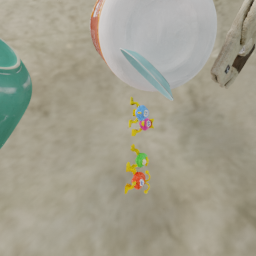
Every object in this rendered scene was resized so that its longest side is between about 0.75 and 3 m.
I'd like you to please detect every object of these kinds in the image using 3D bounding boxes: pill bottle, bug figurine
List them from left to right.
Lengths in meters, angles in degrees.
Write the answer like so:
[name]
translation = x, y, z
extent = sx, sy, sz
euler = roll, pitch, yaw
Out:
[pill bottle]
translation = 0.156, -1.619, 4.563
extent = 1.518, 1.518, 2.707
euler = -12, 23, -7
[bug figurine]
translation = 0.165, 0.203, 3.560
extent = 0.305, 0.919, 1.186
euler = 4, 97, 6

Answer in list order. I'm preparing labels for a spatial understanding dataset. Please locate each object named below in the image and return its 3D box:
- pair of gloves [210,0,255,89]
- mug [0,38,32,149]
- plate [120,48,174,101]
[pair of gloves]
translation = 1.946, -1.555, 4.670
extent = 0.380, 2.166, 1.841
euler = 34, 106, 20
[mug]
translation = -2.154, -0.489, 3.712
extent = 1.326, 1.762, 2.145
euler = -50, 55, 22
[plate]
translation = 0.227, -0.604, 3.037
extent = 0.103, 0.804, 0.804
euler = -46, 67, 4
